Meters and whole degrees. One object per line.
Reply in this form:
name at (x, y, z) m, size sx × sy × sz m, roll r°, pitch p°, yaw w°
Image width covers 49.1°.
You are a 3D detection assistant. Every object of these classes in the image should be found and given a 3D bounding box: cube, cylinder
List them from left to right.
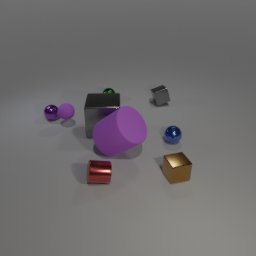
cylinder at (-0.919, 1.379, 8.855) m, size 0.700 × 0.700 × 0.700 m, roll 5°, pitch 29°, yaw -15°
cube at (-1.005, -0.531, 11.551) m, size 1.400 × 1.400 × 1.400 m, roll -1°, pitch 30°, yaw -1°
cylinder at (-0.291, 0.133, 9.865) m, size 1.400 × 1.400 × 1.400 m, roll -30°, pitch 8°, yaw 40°
cube at (1.604, -1.629, 13.889) m, size 0.700 × 0.700 × 0.700 m, roll -21°, pitch 25°, yaw -2°
cube at (1.586, 1.299, 9.116) m, size 0.700 × 0.700 × 0.700 m, roll -9°, pitch 32°, yaw -16°

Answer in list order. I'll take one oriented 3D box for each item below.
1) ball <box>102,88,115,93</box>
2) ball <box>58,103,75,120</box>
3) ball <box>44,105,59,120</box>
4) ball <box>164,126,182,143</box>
ball at (-0.971, -1.694, 14.257) m, size 0.700 × 0.700 × 0.700 m, roll 0°, pitch 30°, yaw 0°
ball at (-2.575, -0.691, 11.680) m, size 0.700 × 0.700 × 0.700 m, roll 0°, pitch 30°, yaw 0°
ball at (-3.415, -0.700, 12.545) m, size 0.700 × 0.700 × 0.700 m, roll 0°, pitch 30°, yaw 0°
ball at (1.753, 0.253, 10.922) m, size 0.700 × 0.700 × 0.700 m, roll 0°, pitch 30°, yaw 0°
